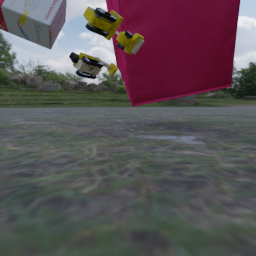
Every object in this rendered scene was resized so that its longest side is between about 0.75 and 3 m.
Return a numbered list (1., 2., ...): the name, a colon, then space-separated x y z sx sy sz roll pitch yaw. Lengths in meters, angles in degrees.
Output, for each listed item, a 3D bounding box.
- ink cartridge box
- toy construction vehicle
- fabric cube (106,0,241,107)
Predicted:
1. ink cartridge box: -2.796 -3.371 8.100 1.739 1.264 1.258 22 -21 -6
2. toy construction vehicle: -0.478 -1.608 5.401 1.496 1.303 0.527 -1 46 -51
3. fabric cube: 1.047 -2.787 7.782 2.897 2.943 2.953 -13 36 -4
